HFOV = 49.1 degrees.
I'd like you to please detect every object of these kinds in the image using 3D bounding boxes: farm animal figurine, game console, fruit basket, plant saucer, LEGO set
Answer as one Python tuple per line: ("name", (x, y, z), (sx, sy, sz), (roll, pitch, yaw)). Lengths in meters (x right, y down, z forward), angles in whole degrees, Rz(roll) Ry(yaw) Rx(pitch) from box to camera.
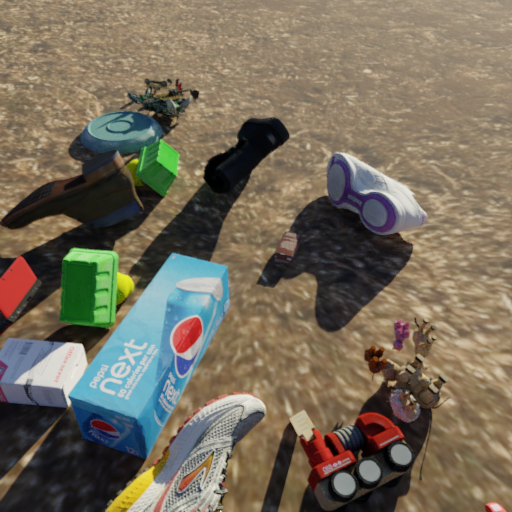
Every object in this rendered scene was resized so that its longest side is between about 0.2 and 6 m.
("farm animal figurine", (2.326, 1.740, 8.542), (1.434, 0.748, 1.418), (-16, 55, -26))
("game console", (-4.182, 0.691, 9.478), (0.615, 0.893, 1.036), (41, 36, -18))
("fruit basket", (-2.752, 0.555, 9.689), (1.021, 1.416, 1.416), (5, 40, 5))
("fruit basket", (-2.479, -1.932, 12.951), (1.366, 0.985, 1.366), (-35, 34, 28))
("plant saucer", (-3.601, -3.363, 14.939), (2.154, 0.295, 2.154), (0, 40, 0))
("LEGO set", (-2.554, -4.399, 16.010), (1.913, 0.835, 2.946), (6, 27, 4))

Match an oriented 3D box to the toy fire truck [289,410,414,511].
("toy fire truck", (1.144, 2.519, 7.547), (1.323, 0.967, 1.503), (-18, 53, -20))

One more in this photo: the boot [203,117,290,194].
("boot", (-0.457, -2.305, 12.969), (1.966, 0.894, 2.340), (-40, 19, -12))

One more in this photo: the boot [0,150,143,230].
("boot", (-3.714, -0.917, 11.443), (2.803, 1.359, 1.047), (-27, 30, 5))

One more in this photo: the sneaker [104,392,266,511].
("sneaker", (-0.721, 2.877, 7.017), (1.109, 1.051, 2.701), (29, 57, 25))

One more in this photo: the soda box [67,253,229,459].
("soda box", (-1.476, 1.376, 8.677), (1.082, 1.023, 3.189), (13, 42, 15))

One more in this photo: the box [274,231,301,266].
("box", (0.628, -0.153, 11.105), (0.365, 0.273, 0.730), (13, 40, 14))

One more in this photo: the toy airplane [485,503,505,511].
("toy airplane", (2.998, 3.411, 6.565), (0.855, 0.606, 0.859), (27, 46, 27))

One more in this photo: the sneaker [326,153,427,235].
("sneaker", (2.516, -1.318, 12.148), (1.400, 1.052, 2.810), (-2, 38, -30))

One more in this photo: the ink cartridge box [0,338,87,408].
("ink cartridge box", (-3.343, 1.782, 8.580), (1.224, 0.516, 0.886), (4, 40, 5))
